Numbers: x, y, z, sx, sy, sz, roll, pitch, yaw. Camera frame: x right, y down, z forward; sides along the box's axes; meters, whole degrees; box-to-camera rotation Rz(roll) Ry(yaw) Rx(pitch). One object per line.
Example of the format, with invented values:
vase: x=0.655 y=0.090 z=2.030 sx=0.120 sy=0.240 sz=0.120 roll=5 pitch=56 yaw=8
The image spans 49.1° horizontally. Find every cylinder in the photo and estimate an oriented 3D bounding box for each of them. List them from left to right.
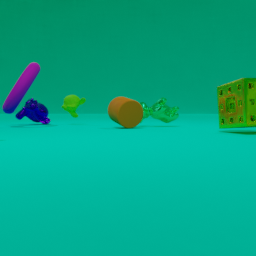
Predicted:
cylinder: x=-0.082 y=-0.454 z=7.969 sx=0.791 sy=0.791 sz=0.791 roll=-1 pitch=13 yaw=-24

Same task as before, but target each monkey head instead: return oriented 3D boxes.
monkey head: x=-3.579 y=-0.516 z=10.534 sx=1.096 sy=0.918 sz=1.524 roll=-45 pitch=42 yaw=-18
monkey head: x=-2.035 y=-0.832 z=10.435 sx=1.107 sy=0.667 sz=0.797 roll=2 pitch=-40 yaw=35

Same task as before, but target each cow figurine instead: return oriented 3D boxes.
cow figurine: x=0.890 y=-0.469 z=8.945 sx=1.184 sy=0.650 sz=1.165 roll=29 pitch=-42 yaw=-22

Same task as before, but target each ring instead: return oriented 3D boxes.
ring: x=-3.272 y=-1.228 z=8.625 sx=0.362 sy=1.809 sz=1.809 roll=32 pitch=-9 yaw=-20

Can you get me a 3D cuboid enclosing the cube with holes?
cube with holes: x=2.642 y=-0.502 z=6.071 sx=0.966 sy=0.966 sz=0.966 roll=-2 pitch=-2 yaw=-14
